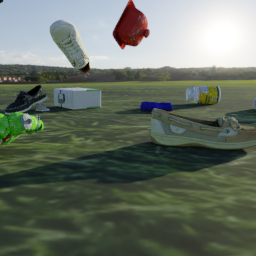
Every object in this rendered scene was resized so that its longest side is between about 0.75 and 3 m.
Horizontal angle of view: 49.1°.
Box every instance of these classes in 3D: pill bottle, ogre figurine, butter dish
[{"bbox_3d":[4.494,-1.992,16.832,1.885,1.056,1.056,0,11,2],"label":"pill bottle"},{"bbox_3d":[-3.122,0.040,6.411,2.437,1.196,1.461,11,-13,-26],"label":"ogre figurine"},{"bbox_3d":[0.326,-4.097,11.623,1.256,1.694,1.699,26,-1,17],"label":"butter dish"}]

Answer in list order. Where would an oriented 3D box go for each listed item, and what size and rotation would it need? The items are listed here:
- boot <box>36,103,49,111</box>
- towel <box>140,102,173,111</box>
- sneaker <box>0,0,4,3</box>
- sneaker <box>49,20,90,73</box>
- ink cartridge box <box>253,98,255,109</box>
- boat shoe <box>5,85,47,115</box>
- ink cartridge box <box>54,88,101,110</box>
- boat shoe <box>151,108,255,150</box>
[{"bbox_3d":[-4.176,-1.019,13.632,0.765,0.365,0.281,4,12,20],"label":"boot"},{"bbox_3d":[1.396,-1.088,13.909,1.586,0.393,1.171,0,10,2],"label":"towel"},{"bbox_3d":[-3.940,-3.296,7.436,0.622,0.580,1.569,30,53,-6],"label":"sneaker"},{"bbox_3d":[-2.095,-3.131,11.143,1.019,1.185,2.798,-33,-20,2],"label":"sneaker"},{"bbox_3d":[7.690,-0.990,12.859,2.960,0.601,2.954,2,11,9],"label":"ink cartridge box"},{"bbox_3d":[-4.822,-1.402,13.228,0.947,0.840,2.534,11,30,27],"label":"boat shoe"},{"bbox_3d":[-2.768,-1.638,15.155,1.713,0.987,2.348,-8,14,-36],"label":"ink cartridge box"},{"bbox_3d":[1.996,-0.022,7.091,2.834,0.891,1.034,2,11,12],"label":"boat shoe"}]
